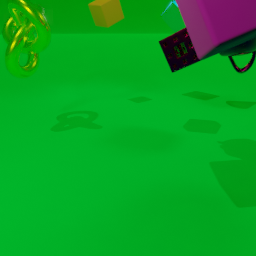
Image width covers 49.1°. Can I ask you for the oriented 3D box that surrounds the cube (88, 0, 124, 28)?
[{"bbox_3d":[-0.693,-3.742,8.985,0.720,0.720,0.720,-39,41,-22],"label":"cube"}]

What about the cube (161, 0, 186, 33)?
[{"bbox_3d":[1.921,-3.980,9.643,0.969,0.969,0.969,-45,6,-19],"label":"cube"}]

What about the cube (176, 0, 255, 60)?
[{"bbox_3d":[1.229,-1.592,3.190,1.155,1.155,1.155,-22,4,8],"label":"cube"}]

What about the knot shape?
[{"bbox_3d":[-2.565,-2.175,6.963,0.934,1.892,2.022,2,17,-29],"label":"knot shape"}]

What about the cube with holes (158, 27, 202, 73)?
[{"bbox_3d":[1.381,-1.934,6.735,0.810,0.810,0.810,-18,13,35],"label":"cube with holes"}]

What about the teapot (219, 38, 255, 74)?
[{"bbox_3d":[1.699,-1.831,4.859,0.948,1.936,1.204,-22,19,30],"label":"teapot"}]
